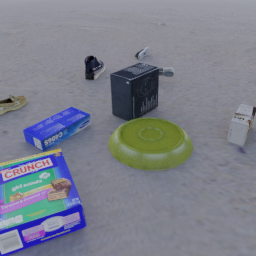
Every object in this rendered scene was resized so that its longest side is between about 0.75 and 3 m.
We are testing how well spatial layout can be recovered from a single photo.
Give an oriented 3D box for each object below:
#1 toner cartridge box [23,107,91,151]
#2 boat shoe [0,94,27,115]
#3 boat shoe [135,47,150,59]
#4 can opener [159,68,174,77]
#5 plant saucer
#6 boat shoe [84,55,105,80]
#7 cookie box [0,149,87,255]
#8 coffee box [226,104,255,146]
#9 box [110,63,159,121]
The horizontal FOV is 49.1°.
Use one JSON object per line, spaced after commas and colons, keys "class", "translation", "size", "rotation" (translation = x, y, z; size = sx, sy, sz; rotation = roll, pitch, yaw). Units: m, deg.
{"class": "toner cartridge box", "translation": [-2.438, -0.028, 9.878], "size": [1.034, 0.470, 2.177], "rotation": [24, 39, 32]}
{"class": "boat shoe", "translation": [-4.873, -1.007, 11.417], "size": [0.618, 0.529, 1.687], "rotation": [20, 37, 29]}
{"class": "boat shoe", "translation": [0.924, -4.719, 17.520], "size": [0.411, 0.498, 1.451], "rotation": [16, 37, 24]}
{"class": "can opener", "translation": [1.593, -2.783, 13.929], "size": [1.514, 0.399, 0.503], "rotation": [9, 26, 35]}
{"class": "plant saucer", "translation": [0.756, 0.344, 9.319], "size": [2.828, 0.439, 2.828], "rotation": [1, 32, 0]}
{"class": "boat shoe", "translation": [-1.738, -3.433, 14.878], "size": [0.838, 1.040, 2.243], "rotation": [4, 32, 6]}
{"class": "cookie box", "translation": [-2.273, 1.630, 6.797], "size": [1.942, 0.853, 2.271], "rotation": [-14, 34, -19]}
{"class": "coffee box", "translation": [3.959, -0.144, 9.725], "size": [0.587, 0.832, 1.472], "rotation": [18, 36, 25]}
{"class": "box", "translation": [0.288, -1.428, 10.942], "size": [1.079, 1.741, 1.712], "rotation": [22, 37, 34]}
